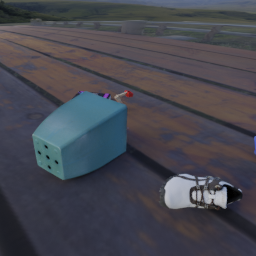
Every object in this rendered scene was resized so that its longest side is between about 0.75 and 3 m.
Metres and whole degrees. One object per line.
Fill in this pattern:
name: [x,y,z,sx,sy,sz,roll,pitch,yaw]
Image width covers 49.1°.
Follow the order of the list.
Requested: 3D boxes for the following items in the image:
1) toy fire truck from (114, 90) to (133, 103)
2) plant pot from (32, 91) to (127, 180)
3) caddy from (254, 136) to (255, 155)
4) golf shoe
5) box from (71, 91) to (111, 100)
toy fire truck: [-0.337,-0.936,9.980,1.035,0.730,0.252,-12,37,-35]
plant pot: [-1.177,0.243,6.778,1.409,1.410,1.995,22,38,29]
caddy: [3.794,0.437,6.966,1.274,0.901,0.669,0,63,2]
golf shoe: [1.373,1.184,5.171,1.680,0.653,0.794,-2,2,-29]
box: [-1.430,-1.117,10.907,1.360,0.246,0.972,8,29,8]
